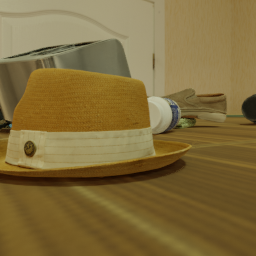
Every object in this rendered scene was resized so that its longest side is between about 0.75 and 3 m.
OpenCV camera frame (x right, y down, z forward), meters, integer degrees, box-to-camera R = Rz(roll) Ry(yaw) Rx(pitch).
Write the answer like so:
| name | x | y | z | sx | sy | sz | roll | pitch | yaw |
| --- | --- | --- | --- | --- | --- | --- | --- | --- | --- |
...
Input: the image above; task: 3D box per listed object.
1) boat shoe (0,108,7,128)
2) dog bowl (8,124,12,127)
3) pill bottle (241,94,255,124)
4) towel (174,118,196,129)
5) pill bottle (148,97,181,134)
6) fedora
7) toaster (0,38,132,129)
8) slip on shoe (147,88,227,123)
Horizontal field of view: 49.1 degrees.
| name | x | y | z | sx | sy | sz | roll | pitch | yaw |
| --- | --- | --- | --- | --- | --- | --- | --- | --- | --- |
| boat shoe | -3.323 | -0.293 | 6.832 | 0.850 | 0.747 | 2.387 | 23 | 12 | 23 |
| dog bowl | -4.239 | -0.294 | 7.949 | 1.398 | 0.622 | 2.508 | 0 | 3 | 11 |
| pill bottle | 5.032 | -0.711 | 10.289 | 2.082 | 1.164 | 1.164 | -3 | 4 | -44 |
| towel | 1.356 | -0.211 | 8.661 | 1.252 | 0.308 | 1.688 | 6 | 6 | 30 |
| pill bottle | 0.653 | -0.290 | 6.284 | 0.810 | 0.810 | 1.458 | 1 | 4 | 22 |
| fedora | -0.456 | -0.104 | 2.737 | 2.111 | 0.861 | 2.111 | -1 | 3 | 0 |
| toaster | -1.589 | -0.984 | 6.370 | 2.418 | 1.587 | 2.674 | 7 | 29 | 39 |
| slip on shoe | 1.714 | -0.780 | 8.424 | 2.910 | 0.882 | 1.106 | 7 | 13 | -15 |
